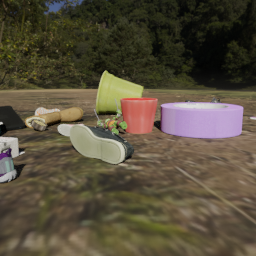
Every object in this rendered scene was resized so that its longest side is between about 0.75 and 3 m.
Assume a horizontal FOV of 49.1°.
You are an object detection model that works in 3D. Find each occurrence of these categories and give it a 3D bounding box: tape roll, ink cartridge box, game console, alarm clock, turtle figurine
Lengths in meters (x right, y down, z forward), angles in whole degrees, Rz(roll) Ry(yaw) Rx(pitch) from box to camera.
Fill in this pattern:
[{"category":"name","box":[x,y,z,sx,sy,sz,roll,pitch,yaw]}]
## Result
[{"category":"tape roll","box":[2.633,-0.360,10.242,2.879,0.945,2.879,1,11,0]},{"category":"ink cartridge box","box":[-3.192,0.522,6.610,0.817,0.470,1.410,2,10,13]},{"category":"game console","box":[-5.461,-0.058,10.589,2.012,1.331,2.288,42,33,28]},{"category":"alarm clock","box":[-3.178,-0.065,10.216,0.840,0.279,0.566,23,9,-14]},{"category":"turtle figurine","box":[-0.595,-0.290,9.525,0.838,1.164,1.129,-7,24,-29]}]

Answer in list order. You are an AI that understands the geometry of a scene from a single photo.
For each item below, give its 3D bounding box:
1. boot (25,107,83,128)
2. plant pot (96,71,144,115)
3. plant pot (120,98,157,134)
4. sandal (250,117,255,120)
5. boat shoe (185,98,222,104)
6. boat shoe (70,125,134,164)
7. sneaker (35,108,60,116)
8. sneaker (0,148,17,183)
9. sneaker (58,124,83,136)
[{"category":"boot","box":[-2.948,-0.397,11.510,1.659,0.627,1.895,-10,6,18]},{"category":"plant pot","box":[-0.360,-1.606,14.560,2.120,2.306,2.306,13,11,3]},{"category":"plant pot","box":[0.388,-0.455,10.017,1.347,1.192,1.347,0,10,0]},{"category":"sandal","box":[6.103,-0.489,13.055,0.786,0.193,0.320,3,11,19]},{"category":"boat shoe","box":[4.278,-1.095,14.280,2.863,0.948,1.001,4,11,23]},{"category":"boat shoe","box":[-0.654,0.335,6.906,1.997,0.746,0.662,11,14,42]},{"category":"sneaker","box":[-3.667,-0.615,13.051,1.454,0.569,0.561,5,-5,18]},{"category":"sneaker","box":[-2.873,0.637,5.389,1.535,0.672,0.571,2,10,7]},{"category":"sneaker","box":[-1.832,0.055,9.502,1.004,0.378,0.525,7,13,6]}]
